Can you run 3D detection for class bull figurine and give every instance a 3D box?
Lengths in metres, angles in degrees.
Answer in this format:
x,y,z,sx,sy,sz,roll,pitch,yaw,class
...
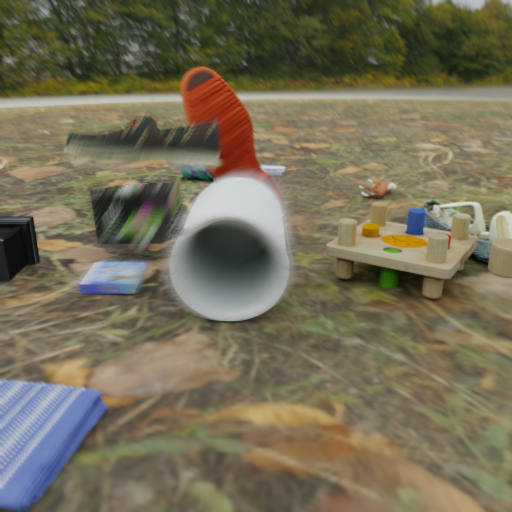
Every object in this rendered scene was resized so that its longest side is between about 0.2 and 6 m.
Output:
x,y,z,sx,sy,sz,roll,pitch,yaw,class
3.197,-1.778,14.738,0.714,0.383,1.176,9,20,29,bull figurine

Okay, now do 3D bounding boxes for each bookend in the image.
x,y,z,sx,sy,sz,roll,pitch,yaw,class
-4.859,0.031,9.102,1.899,0.880,1.911,0,21,1,bookend

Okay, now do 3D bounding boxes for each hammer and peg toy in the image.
x,y,z,sx,sy,sz,roll,pitch,yaw,class
2.880,-0.091,9.259,2.907,1.025,2.138,12,22,29,hammer and peg toy

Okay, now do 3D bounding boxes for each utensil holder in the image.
x,y,z,sx,sy,sz,roll,pitch,yaw,class
-0.336,-0.202,8.328,1.602,1.602,1.885,1,26,2,utensil holder

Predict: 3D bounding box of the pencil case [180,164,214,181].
x,y,z,sx,sy,sz,roll,pitch,yaw,class
-1.225,-2.558,16.170,1.967,0.837,0.909,5,4,15,pencil case

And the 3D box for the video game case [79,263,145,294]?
x,y,z,sx,sy,sz,roll,pitch,yaw,class
-2.308,0.348,9.056,0.859,0.195,0.779,-1,26,3,video game case

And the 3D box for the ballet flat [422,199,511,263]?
x,y,z,sx,sy,sz,roll,pitch,yaw,class
4.159,-0.442,10.266,1.056,1.056,2.845,-16,26,-37,ballet flat

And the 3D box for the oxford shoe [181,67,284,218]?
x,y,z,sx,sy,sz,roll,pitch,yaw,class
-0.653,-2.038,11.095,1.233,3.465,1.257,-32,31,-14,oxford shoe

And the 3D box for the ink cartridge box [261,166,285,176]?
x,y,z,sx,sy,sz,roll,pitch,yaw,class
0.478,-2.639,17.379,0.748,0.176,0.739,2,22,10,ink cartridge box

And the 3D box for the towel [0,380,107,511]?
x,y,z,sx,sy,sz,roll,pitch,yaw,class
-2.768,1.749,5.477,2.180,0.260,1.578,3,23,12,towel

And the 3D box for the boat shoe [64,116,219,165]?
x,y,z,sx,sy,sz,roll,pitch,yaw,class
-1.785,-1.845,8.938,2.431,0.762,0.889,-2,15,-17,boat shoe

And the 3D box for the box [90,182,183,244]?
x,y,z,sx,sy,sz,roll,pitch,yaw,class
-2.106,-0.765,10.017,1.358,1.009,0.844,0,13,23,box
